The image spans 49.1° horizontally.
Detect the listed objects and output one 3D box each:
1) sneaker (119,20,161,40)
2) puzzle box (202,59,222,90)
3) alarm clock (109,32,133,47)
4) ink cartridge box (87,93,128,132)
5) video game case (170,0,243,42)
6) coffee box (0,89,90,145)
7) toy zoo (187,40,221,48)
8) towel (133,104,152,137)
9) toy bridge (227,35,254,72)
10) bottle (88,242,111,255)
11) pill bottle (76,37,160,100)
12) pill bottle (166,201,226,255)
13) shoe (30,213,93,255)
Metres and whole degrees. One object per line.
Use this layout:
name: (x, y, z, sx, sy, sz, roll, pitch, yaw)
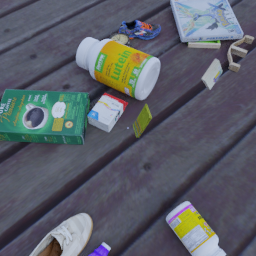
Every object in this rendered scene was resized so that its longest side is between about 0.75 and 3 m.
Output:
sneaker: (0.506, -4.163, 11.773, 1.822, 0.714, 0.686, -7, 59, -4)
puzzle box: (2.688, -1.681, 8.913, 0.141, 1.106, 0.736, 36, 97, 24)
alarm clock: (-0.403, -3.590, 11.569, 0.874, 0.432, 1.296, -23, 58, -9)
ink cartridge box: (-0.659, -0.643, 9.656, 0.832, 0.482, 1.432, 24, 60, 14)
video game case: (3.331, -4.823, 12.178, 2.558, 0.309, 2.806, -4, 57, -3)
coffee box: (-2.846, -0.398, 9.400, 2.961, 0.651, 1.821, 2, 57, 1)
toy zoo: (3.203, -4.232, 12.114, 1.337, 0.209, 2.038, 3, 57, 2)
towel: (0.374, -0.181, 7.817, 0.099, 1.094, 0.471, -8, 63, -23)
toy bridge: (4.461, -3.118, 11.361, 0.700, 0.284, 2.084, 25, 61, 16)
bottle: (-0.877, 3.458, 7.107, 0.466, 0.364, 1.116, 32, 63, 19)
pill bottle: (-0.404, -2.228, 10.038, 2.796, 1.553, 1.553, 26, 61, 16)
pill bottle: (1.764, 2.768, 7.285, 0.821, 0.821, 1.576, -30, 63, -18)
shoe: (-1.865, 3.178, 7.098, 0.886, 0.677, 2.535, 36, 64, 20)
